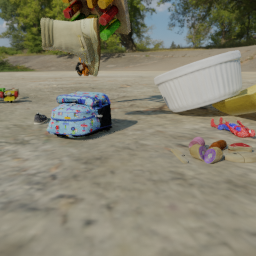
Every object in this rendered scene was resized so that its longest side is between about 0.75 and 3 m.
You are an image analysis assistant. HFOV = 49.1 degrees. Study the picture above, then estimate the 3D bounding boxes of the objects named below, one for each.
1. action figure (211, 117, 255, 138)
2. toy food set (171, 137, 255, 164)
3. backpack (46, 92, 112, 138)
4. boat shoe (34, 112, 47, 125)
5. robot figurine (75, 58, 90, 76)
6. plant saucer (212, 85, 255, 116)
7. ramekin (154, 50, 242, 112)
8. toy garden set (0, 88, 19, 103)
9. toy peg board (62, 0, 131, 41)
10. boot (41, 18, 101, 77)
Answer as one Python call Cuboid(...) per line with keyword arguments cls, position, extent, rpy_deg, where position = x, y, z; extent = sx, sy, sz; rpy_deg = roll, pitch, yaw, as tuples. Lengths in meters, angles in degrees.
Cuboid(cls="action figure", position=(2.639, -0.023, 7.006), extent=(0.461, 0.364, 1.408), rpy_deg=(-2, 16, -20))
Cuboid(cls="toy food set", position=(1.737, 0.389, 5.414), extent=(1.656, 0.261, 1.052), rpy_deg=(-2, 14, -9))
Cuboid(cls="backpack", position=(-1.239, -0.313, 6.815), extent=(1.332, 0.982, 1.459), rpy_deg=(8, 17, 27))
Cuboid(cls="boat shoe", position=(-2.583, -0.324, 8.279), extent=(0.328, 0.283, 0.903), rpy_deg=(-1, 14, -6))
Cuboid(cls="robot figurine", position=(-1.451, -2.487, 10.246), extent=(0.987, 1.361, 0.396), rpy_deg=(-23, 47, -33))
Cuboid(cls="plant saucer", position=(4.276, -1.081, 8.422), extent=(2.695, 0.653, 2.694), rpy_deg=(-23, 0, -5))
Cuboid(cls="ramekin", position=(2.409, -1.475, 9.395), extent=(2.885, 1.343, 2.885), rpy_deg=(-16, 5, 1))
Cuboid(cls="toy garden set", position=(-5.831, -1.446, 12.548), extent=(2.075, 0.497, 2.489), rpy_deg=(-4, 14, -9))
Cuboid(cls="toy peg board", position=(-1.167, -3.757, 8.539), extent=(2.095, 2.087, 1.025), rpy_deg=(18, 56, 23))
Cuboid(cls="boot", position=(-1.360, -1.948, 6.896), extent=(1.363, 0.638, 1.753), rpy_deg=(1, -26, -3))
